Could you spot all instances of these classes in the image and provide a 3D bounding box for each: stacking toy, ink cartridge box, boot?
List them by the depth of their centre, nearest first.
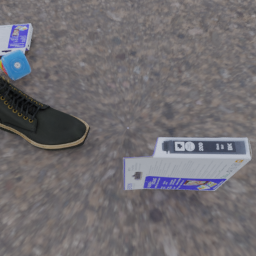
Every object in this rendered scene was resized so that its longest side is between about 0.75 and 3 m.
[{"bbox_3d":[0.944,0.771,5.450,2.099,2.080,0.455,0,63,-1],"label":"ink cartridge box"},{"bbox_3d":[-2.318,-0.444,6.284,2.695,1.864,1.044,11,60,11],"label":"boot"},{"bbox_3d":[-3.302,-1.752,7.738,1.195,0.694,0.656,16,43,44],"label":"stacking toy"},{"bbox_3d":[-3.606,-2.645,8.606,1.204,0.264,1.215,-2,64,6],"label":"ink cartridge box"}]
